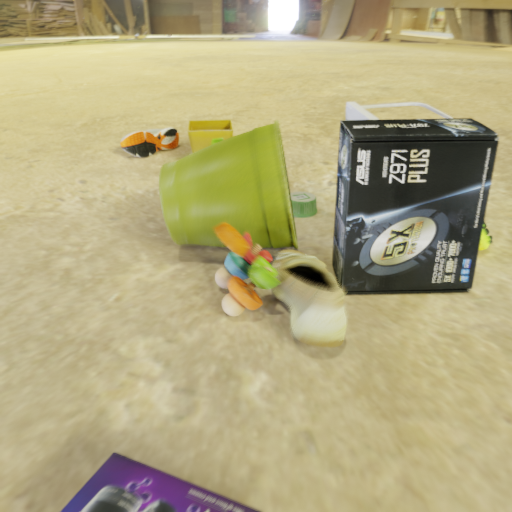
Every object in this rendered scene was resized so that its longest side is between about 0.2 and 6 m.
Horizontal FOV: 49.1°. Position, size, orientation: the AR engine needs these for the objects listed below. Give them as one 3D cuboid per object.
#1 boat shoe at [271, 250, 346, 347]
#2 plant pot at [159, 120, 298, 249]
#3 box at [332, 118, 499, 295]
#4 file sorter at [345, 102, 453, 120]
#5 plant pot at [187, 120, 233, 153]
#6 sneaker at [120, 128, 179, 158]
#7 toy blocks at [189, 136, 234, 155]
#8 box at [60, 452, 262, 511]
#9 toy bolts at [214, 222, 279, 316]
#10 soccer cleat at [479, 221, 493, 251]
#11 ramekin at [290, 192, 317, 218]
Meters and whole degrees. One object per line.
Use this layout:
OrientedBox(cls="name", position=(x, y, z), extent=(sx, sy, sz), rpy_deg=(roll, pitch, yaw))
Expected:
OrientedBox(cls="boat shoe", position=(0.815, 0.401, 8.767), extent=(1.004, 0.866, 2.753), rpy_deg=(5, 21, -6))
OrientedBox(cls="plant pot", position=(-0.520, -1.132, 10.405), extent=(2.276, 2.364, 2.364), rpy_deg=(-9, 26, 6))
OrientedBox(cls="box", position=(2.490, -0.809, 9.295), extent=(2.243, 2.739, 1.180), rpy_deg=(0, 26, -1))
OrientedBox(cls="file sorter", position=(2.711, -1.585, 10.915), extent=(1.601, 2.571, 1.784), rpy_deg=(-7, 28, -6))
OrientedBox(cls="plant pot", position=(-1.273, -3.161, 15.823), extent=(1.232, 1.087, 1.232), rpy_deg=(-3, 27, -4))
OrientedBox(cls="sneaker", position=(-3.340, -3.420, 16.865), extent=(0.962, 0.791, 2.090), rpy_deg=(11, 21, 36))
OrientedBox(cls="toy blocks", position=(-0.435, -1.977, 13.640), extent=(2.459, 1.229, 1.681), rpy_deg=(-16, 43, -35))
OrientedBox(cls="box", position=(-0.748, 2.676, 4.604), extent=(2.030, 0.800, 1.432), rpy_deg=(12, 32, 22))
OrientedBox(cls="toy bolts", position=(-0.390, 0.185, 8.937), extent=(0.979, 1.348, 1.411), rpy_deg=(-44, 11, 10))
OrientedBox(cls="soccer cleat", position=(4.058, -0.742, 11.623), extent=(1.085, 0.839, 2.594), rpy_deg=(-26, 27, 14))
OrientedBox(cls="ramekin", position=(1.012, -1.172, 12.663), extent=(0.763, 0.373, 0.763), rpy_deg=(0, 27, 0))
